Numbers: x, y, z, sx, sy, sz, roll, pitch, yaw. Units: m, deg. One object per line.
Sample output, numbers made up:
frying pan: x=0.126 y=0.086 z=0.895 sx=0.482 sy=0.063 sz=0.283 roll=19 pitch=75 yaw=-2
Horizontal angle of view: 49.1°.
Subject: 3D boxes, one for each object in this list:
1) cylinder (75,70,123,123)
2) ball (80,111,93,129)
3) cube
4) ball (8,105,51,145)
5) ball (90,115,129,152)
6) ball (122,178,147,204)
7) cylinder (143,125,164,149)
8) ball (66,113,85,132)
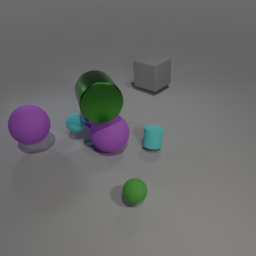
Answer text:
cylinder: x=-0.993 y=-1.058 z=9.289 sx=1.400 sy=1.400 sz=1.400 roll=-9 pitch=28 yaw=-13
ball: x=-1.226 y=-0.614 z=11.265 sx=1.400 sy=1.400 sz=1.400 roll=0 pitch=33 yaw=0
cube: x=1.253 y=-2.869 z=14.390 sx=1.400 sy=1.400 sz=1.400 roll=22 pitch=40 yaw=35
ball: x=-3.423 y=-0.113 z=9.748 sx=1.400 sy=1.400 sz=1.400 roll=0 pitch=33 yaw=0
ball: x=-0.647 y=0.164 z=9.994 sx=1.400 sy=1.400 sz=1.400 roll=0 pitch=33 yaw=0
ball: x=0.194 y=1.752 z=7.818 sx=0.700 sy=0.700 sz=0.700 roll=0 pitch=33 yaw=0
cylinder: x=0.910 y=0.325 z=10.170 sx=0.700 sy=0.700 sz=0.700 roll=4 pitch=19 yaw=-1
ball: x=-1.973 y=-0.195 z=10.486 sx=0.700 sy=0.700 sz=0.700 roll=0 pitch=33 yaw=0
